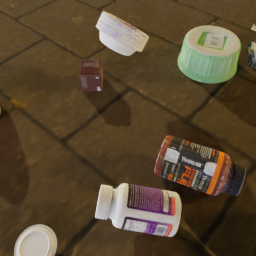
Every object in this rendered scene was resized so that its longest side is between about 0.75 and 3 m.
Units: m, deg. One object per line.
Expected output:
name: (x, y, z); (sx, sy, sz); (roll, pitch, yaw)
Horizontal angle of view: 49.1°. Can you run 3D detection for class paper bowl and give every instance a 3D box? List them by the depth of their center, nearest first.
paper bowl: (-0.277, -3.410, 10.388); (1.923, 1.000, 1.923); (25, 23, -12)

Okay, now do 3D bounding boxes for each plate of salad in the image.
plate of salad: (-2.435, 3.175, 7.451); (1.153, 0.277, 1.153); (-3, 59, 6)

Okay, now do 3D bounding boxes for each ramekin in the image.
ramekin: (3.488, -3.229, 11.951); (2.572, 1.257, 2.572); (0, 51, 0)

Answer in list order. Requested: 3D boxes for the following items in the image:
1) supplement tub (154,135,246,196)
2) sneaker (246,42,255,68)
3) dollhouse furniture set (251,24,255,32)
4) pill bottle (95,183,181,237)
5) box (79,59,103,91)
supplement tub: (2.126, 1.178, 8.384); (2.483, 1.328, 1.328); (18, 53, 15)
sneaker: (5.747, -3.246, 12.387); (0.718, 0.646, 1.664); (10, 52, 4)
dollhouse furniture set: (6.684, -4.184, 13.296); (1.170, 0.896, 1.786); (5, 30, -22)
pill bottle: (0.238, 2.121, 7.444); (2.100, 1.170, 1.170); (11, 51, -4)
box: (-1.470, -2.147, 11.354); (0.841, 0.849, 1.024); (-1, 51, -1)
